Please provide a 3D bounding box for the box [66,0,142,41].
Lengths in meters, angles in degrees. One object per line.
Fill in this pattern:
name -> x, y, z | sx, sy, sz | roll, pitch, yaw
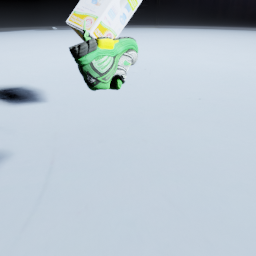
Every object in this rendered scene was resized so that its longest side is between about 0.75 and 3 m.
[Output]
box -> -0.734, -3.730, 8.930 | 1.105, 2.180, 1.226 | 33, -2, 26

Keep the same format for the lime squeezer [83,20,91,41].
lime squeezer -> -0.860, -2.055, 6.294 | 0.356, 0.190, 1.009 | -25, 75, -26

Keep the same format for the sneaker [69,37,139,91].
sneaker -> -0.274, -0.935, 4.192 | 0.666, 0.727, 1.707 | -8, 14, 25
